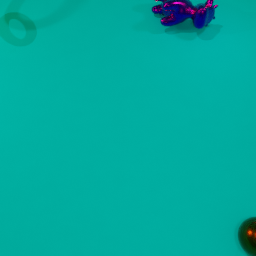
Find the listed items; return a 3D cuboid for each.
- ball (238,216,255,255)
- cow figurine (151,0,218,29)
[{"bbox_3d":[2.667,2.228,5.692,0.820,0.820,0.820,0,63,0],"label":"ball"},{"bbox_3d":[1.756,-3.687,8.656,1.698,0.947,1.726,-13,49,-13],"label":"cow figurine"}]
